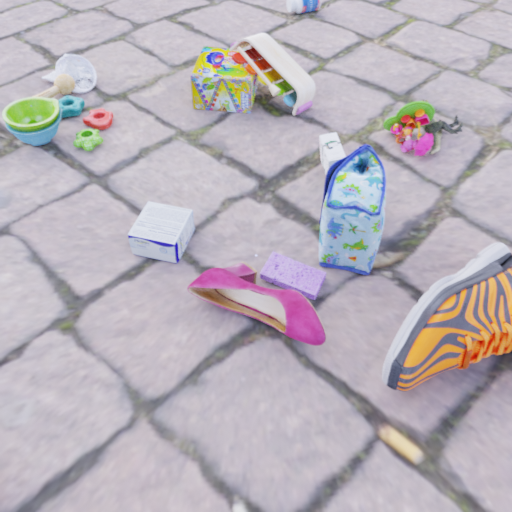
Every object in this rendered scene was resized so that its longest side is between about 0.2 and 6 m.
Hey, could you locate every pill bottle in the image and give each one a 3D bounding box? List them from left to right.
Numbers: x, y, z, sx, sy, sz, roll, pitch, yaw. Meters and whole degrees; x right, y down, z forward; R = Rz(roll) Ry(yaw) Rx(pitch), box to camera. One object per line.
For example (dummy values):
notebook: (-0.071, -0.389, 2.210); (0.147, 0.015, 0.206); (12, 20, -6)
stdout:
pill bottle: (1.468, -7.881, 17.472); (0.986, 0.553, 0.553); (-16, 48, -13)

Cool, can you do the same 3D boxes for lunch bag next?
lunch bag: (1.752, -0.871, 10.055); (1.171, 1.562, 1.837); (13, 48, 11)

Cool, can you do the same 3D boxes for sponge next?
sponge: (0.647, 0.343, 9.806); (1.053, 0.157, 0.587); (21, 50, 15)

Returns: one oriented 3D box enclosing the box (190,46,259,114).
box: (-0.730, -4.361, 13.843); (1.457, 0.923, 1.513); (6, 47, 4)

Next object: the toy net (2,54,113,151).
toy net: (-4.498, -3.969, 13.554); (2.156, 0.794, 4.110); (-1, 46, -1)

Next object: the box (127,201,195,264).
box: (-1.730, -0.443, 10.358); (0.914, 0.522, 0.994); (12, 47, 10)

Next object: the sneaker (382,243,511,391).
sneaker: (3.544, 1.151, 8.255); (3.532, 1.370, 1.979); (-34, 54, -28)

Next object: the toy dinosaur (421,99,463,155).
toy dinosaur: (4.225, -2.932, 12.814); (0.863, 0.465, 1.958); (-9, 45, 12)

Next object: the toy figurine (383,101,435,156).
toy figurine: (3.455, -2.677, 12.426); (1.164, 0.874, 1.071); (-16, 58, 24)

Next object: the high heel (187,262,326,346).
high heel: (-0.024, 0.839, 8.855); (1.149, 0.807, 2.396); (-22, 44, -33)

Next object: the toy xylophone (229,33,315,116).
toy xylophone: (0.337, -4.366, 13.229); (1.758, 0.603, 2.402); (-28, 77, -45)

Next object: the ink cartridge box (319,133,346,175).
ink cartridge box: (1.611, -2.024, 11.744); (0.403, 0.697, 0.955); (-10, 46, 0)
